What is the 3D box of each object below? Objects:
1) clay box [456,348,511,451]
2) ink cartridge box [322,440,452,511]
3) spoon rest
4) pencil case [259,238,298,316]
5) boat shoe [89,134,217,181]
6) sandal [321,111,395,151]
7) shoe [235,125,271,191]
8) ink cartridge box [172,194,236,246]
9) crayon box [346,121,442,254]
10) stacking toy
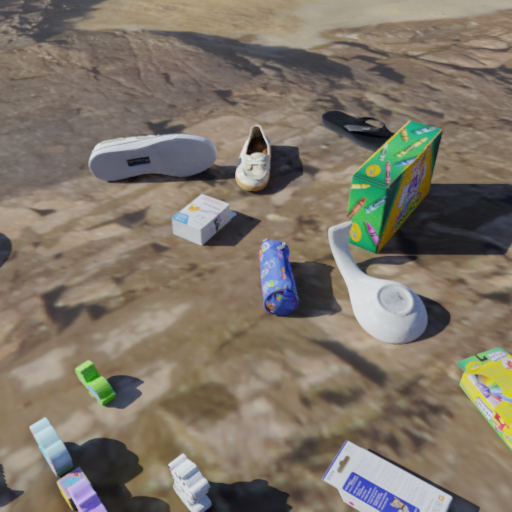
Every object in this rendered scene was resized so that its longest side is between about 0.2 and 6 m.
[{"bbox_3d":[3.761,2.123,8.298,0.906,0.375,1.578,-14,42,-16],"label":"clay box"},{"bbox_3d":[1.677,3.068,7.259,1.516,0.281,0.718,24,46,25],"label":"ink cartridge box"},{"bbox_3d":[2.087,0.524,10.081,1.245,0.760,2.507,-18,57,-18],"label":"spoon rest"},{"bbox_3d":[0.396,0.345,10.188,0.604,0.672,1.548,20,37,-20],"label":"pencil case"},{"bbox_3d":[-2.430,-2.474,13.299,2.957,1.048,1.032,-9,41,-2],"label":"boat shoe"},{"bbox_3d":[2.725,-3.355,14.651,2.471,0.529,0.939,30,49,31],"label":"sandal"},{"bbox_3d":[-0.058,-2.360,13.405,0.812,0.620,2.322,2,40,3],"label":"shoe"},{"bbox_3d":[-1.061,-0.839,11.748,0.755,0.445,1.311,22,45,24],"label":"ink cartridge box"},{"bbox_3d":[2.850,-1.474,11.593,0.793,1.617,2.722,24,47,26],"label":"crayon box"},{"bbox_3d":[-2.410,2.833,7.196,2.393,0.746,3.174,-31,48,-31],"label":"stacking toy"}]
